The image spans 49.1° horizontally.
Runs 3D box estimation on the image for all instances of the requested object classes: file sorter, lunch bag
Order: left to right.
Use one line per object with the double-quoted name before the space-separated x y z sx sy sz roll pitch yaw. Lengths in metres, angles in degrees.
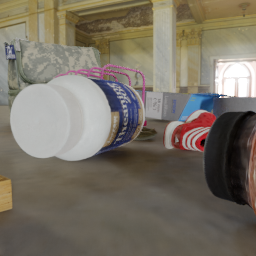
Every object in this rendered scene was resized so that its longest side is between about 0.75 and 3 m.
"lunch bag" -2.303 -1.424 8.898 2.980 2.500 2.077 -3 6 -29
"file sorter" -0.787 -0.786 7.238 1.513 1.365 2.177 3 0 -44

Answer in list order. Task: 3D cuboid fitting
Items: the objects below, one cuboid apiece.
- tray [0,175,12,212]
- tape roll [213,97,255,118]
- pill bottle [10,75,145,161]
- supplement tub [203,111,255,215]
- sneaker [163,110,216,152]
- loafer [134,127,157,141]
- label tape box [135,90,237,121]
"tray" -1.384 0.441 1.570 0.601 0.226 1.219 6 7 43
"tape roll" 3.844 -0.527 8.436 2.488 0.822 2.488 0 5 0
"pill bottle" -0.521 -0.142 3.529 0.992 0.992 1.787 2 6 23
"supplement tub" 1.073 0.205 1.145 0.782 0.782 1.462 -5 7 -44
"sneaker" 1.212 0.102 4.216 0.803 0.545 1.391 15 26 38
"loafer" 0.043 0.033 5.118 0.985 0.343 0.371 1 6 8
"label tape box" 1.809 -0.735 9.534 2.977 0.942 2.147 9 8 39
